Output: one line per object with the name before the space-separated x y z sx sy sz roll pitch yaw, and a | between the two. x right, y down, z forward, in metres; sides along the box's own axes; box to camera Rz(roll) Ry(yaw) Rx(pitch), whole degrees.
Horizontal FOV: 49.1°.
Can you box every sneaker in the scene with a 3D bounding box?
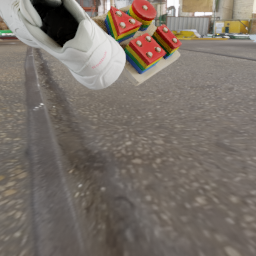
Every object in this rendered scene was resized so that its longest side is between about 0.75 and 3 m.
sneaker | -1.158 -1.622 3.944 2.551 0.994 1.268 35 -3 22

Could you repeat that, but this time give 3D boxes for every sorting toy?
sorting toy | 0.221 -1.829 5.494 1.544 0.541 1.553 49 52 3

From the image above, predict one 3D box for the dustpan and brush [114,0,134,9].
dustpan and brush | 0.088 -3.963 8.297 1.186 0.828 0.339 -32 15 -37
